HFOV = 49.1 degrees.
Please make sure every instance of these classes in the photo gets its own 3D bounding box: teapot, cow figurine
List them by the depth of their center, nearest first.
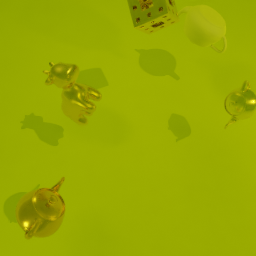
[{"bbox_3d":[-1.418,1.356,4.786,0.837,0.659,1.346,38,27,-11],"label":"teapot"},{"bbox_3d":[-1.123,-0.678,5.447,1.174,1.193,0.655,29,50,-9],"label":"cow figurine"},{"bbox_3d":[2.468,-0.507,6.278,0.578,1.181,0.734,-7,31,-38],"label":"teapot"},{"bbox_3d":[1.877,-2.608,7.251,1.779,0.871,1.106,45,47,6],"label":"teapot"}]

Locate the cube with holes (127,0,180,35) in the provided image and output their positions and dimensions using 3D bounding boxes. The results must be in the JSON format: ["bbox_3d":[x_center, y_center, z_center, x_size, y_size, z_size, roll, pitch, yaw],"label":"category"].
[{"bbox_3d":[0.495,-2.366,5.490,0.714,0.714,0.714,-14,90,28],"label":"cube with holes"}]
